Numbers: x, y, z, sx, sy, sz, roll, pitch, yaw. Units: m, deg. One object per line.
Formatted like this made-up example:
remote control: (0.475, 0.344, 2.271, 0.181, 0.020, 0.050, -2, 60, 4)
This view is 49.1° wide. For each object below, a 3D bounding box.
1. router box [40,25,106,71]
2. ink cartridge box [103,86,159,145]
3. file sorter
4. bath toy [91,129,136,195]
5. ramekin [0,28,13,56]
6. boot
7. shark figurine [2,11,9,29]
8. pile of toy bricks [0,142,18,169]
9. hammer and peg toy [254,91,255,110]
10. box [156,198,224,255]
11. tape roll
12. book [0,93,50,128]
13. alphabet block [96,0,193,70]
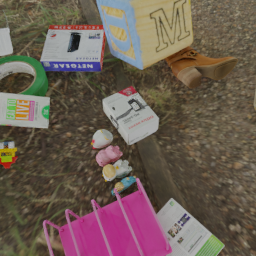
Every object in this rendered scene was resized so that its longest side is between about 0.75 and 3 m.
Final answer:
router box: (-2.211, -3.376, 11.740, 2.420, 0.591, 2.172, 0, 59, 2)
ink cartridge box: (0.091, -0.462, 9.786, 1.266, 0.727, 1.743, -28, 61, -17)
file sorter: (-0.491, 2.655, 6.940, 2.636, 1.653, 1.832, -24, 60, -6)
bath toy: (-0.609, 1.012, 8.835, 0.924, 0.785, 2.124, 10, 42, -50)
ramekin: (-5.338, -3.122, 10.576, 1.914, 0.933, 1.914, -9, 21, 4)
boot: (2.890, -2.740, 11.232, 2.540, 0.936, 1.965, -20, 54, -16)
shark figurine: (-5.784, -3.927, 11.969, 1.484, 1.037, 2.484, 32, 64, 18)
pile of toy bricks: (-4.542, 0.998, 8.807, 2.073, 1.150, 1.023, -3, 90, -15)
hammer and peg toy: (5.841, -1.096, 10.153, 2.337, 0.824, 1.719, 17, 58, 11)
box: (1.460, 3.055, 7.688, 1.356, 0.341, 1.879, -39, 63, -23)
tape roll: (-4.365, -1.713, 10.707, 2.488, 0.598, 2.488, 0, 56, -1)
book: (-3.573, -0.579, 9.677, 1.625, 0.390, 1.086, 4, 80, -18)
alphabet block: (0.674, -4.168, 10.815, 2.584, 2.537, 2.524, -30, 41, -18)
